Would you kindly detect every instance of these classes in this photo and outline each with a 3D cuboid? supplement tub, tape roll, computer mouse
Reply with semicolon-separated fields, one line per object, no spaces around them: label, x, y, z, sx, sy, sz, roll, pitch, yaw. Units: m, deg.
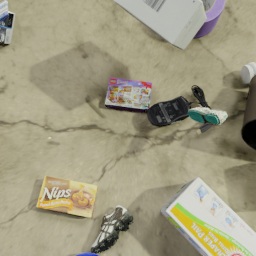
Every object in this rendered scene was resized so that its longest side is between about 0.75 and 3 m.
supplement tub;4.059;-1.729;8.637;0.933;0.674;0.674;-11;73;-4
tape roll;2.099;-4.033;9.273;1.989;0.845;1.989;0;73;1
computer mouse;1.610;-0.310;8.360;1.988;0.458;1.396;-26;77;-14

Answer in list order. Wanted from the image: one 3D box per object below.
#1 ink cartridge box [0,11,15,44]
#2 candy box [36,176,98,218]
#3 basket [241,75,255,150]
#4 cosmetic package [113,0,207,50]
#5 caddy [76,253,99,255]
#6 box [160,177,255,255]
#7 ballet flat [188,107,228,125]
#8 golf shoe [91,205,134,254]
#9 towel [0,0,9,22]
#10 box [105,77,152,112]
ink cartridge box;-4.724;-3.527;9.112;2.016;0.395;1.003;19;110;7
candy box;-1.636;1.872;7.656;1.486;0.411;0.858;10;73;3
basket;3.986;-0.523;7.758;1.826;1.377;2.025;34;54;-23
cosmetic package;0.844;-2.826;6.697;1.727;1.732;1.065;40;111;9
caddy;-0.955;4.086;6.637;1.438;1.068;2.034;-3;74;-16
box;2.072;2.511;6.998;1.167;1.295;2.302;-43;79;-11
ballet flat;1.958;-0.313;6.833;0.418;1.165;0.418;-6;104;-25
golf shoe;-0.500;2.681;7.420;1.407;0.547;0.665;-44;49;-4
towel;-2.987;-2.587;6.394;0.627;0.102;0.854;-31;49;5
box;0.031;-1.023;8.634;1.350;0.264;0.924;8;73;2
